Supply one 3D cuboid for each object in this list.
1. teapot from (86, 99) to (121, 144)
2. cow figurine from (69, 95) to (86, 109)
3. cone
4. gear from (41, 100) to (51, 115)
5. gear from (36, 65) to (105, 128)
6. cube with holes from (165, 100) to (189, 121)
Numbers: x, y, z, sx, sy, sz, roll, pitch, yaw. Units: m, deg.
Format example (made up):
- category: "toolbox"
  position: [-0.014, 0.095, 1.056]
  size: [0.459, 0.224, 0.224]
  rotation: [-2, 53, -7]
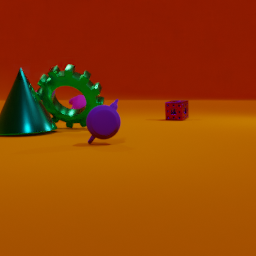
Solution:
- category: "teapot"
  position: [-0.485, -0.146, 5.675]
  size: [0.686, 1.103, 0.540]
  rotation: [35, -5, -10]
- category: "cow figurine"
  position: [-1.682, -0.821, 10.848]
  size: [1.362, 1.384, 0.760]
  rotation: [-27, -44, 23]
- category: "cone"
  position: [-2.757, -0.740, 7.371]
  size: [1.659, 1.665, 1.659]
  rotation: [-3, 5, 0]
- category: "gear"
  position: [-2.965, -0.664, 8.974]
  size: [1.074, 1.074, 0.199]
  rotation: [-4, 35, -32]
- category: "gear"
  position: [-1.668, -0.863, 8.104]
  size: [1.917, 1.917, 0.355]
  rotation: [1, 38, 7]
- category: "cube with holes"
  position: [2.037, -0.738, 11.640]
  size: [0.741, 0.741, 0.741]
  rotation: [4, 13, 32]
